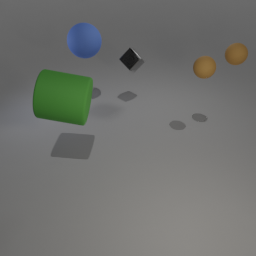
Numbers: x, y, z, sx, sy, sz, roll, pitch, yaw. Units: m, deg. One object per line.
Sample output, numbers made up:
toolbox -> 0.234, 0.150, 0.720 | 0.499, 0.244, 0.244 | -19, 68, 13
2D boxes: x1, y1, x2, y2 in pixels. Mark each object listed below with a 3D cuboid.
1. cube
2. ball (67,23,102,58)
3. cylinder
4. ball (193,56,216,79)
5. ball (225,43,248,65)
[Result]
cube -> 0.177, -2.887, 11.981 | 0.700, 0.700, 0.700 | 48, 13, 10
ball -> -1.784, -3.568, 11.465 | 1.400, 1.400, 1.400 | 0, 33, 0
cylinder -> -1.812, -0.863, 8.002 | 1.400, 1.400, 1.400 | 10, 33, -3
ball -> 2.392, -1.895, 8.751 | 0.700, 0.700, 0.700 | 0, 33, 0
ball -> 3.491, -2.381, 9.025 | 0.700, 0.700, 0.700 | 0, 33, 0
